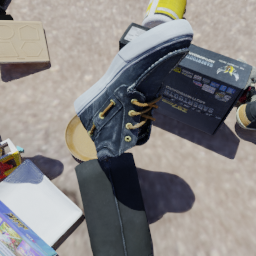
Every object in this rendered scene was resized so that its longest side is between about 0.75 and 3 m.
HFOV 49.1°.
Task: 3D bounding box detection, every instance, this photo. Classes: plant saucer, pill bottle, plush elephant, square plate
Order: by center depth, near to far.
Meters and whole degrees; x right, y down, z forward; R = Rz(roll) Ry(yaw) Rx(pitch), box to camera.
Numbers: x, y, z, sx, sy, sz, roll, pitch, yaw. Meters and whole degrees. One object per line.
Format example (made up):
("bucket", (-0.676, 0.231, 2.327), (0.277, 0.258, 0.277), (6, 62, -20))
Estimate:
("square plate", (-2.299, 1.952, 6.174), (1.900, 0.270, 1.882), (39, 71, 17))
("plant saucer", (-0.820, 0.190, 7.003), (1.484, 0.263, 1.484), (0, 65, 0))
("plush elephant", (2.966, -1.102, 7.161), (1.142, 1.074, 1.387), (31, 69, 13))
("pill bottle", (1.140, -3.525, 8.293), (1.081, 1.081, 1.930), (15, 67, 7))

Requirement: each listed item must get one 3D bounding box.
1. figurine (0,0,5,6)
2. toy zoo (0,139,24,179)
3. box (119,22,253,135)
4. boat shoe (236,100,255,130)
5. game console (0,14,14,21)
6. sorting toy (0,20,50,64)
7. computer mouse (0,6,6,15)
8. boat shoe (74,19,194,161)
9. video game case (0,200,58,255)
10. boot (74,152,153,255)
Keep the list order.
("figurine", (-4.492, -4.672, 9.168), (1.484, 0.639, 1.448), (17, 58, 9))
("toy zoo", (-3.149, 0.813, 6.782), (1.302, 0.133, 0.854), (-27, 68, -11))
("box", (1.122, -1.031, 6.537), (2.717, 2.142, 0.693), (25, 67, 11))
("boat shoe", (3.899, -0.358, 6.868), (2.435, 0.758, 0.908), (-1, 73, -12))
("game console", (-4.650, -2.726, 8.358), (2.466, 0.297, 1.455), (-4, 65, -2))
("sorting toy", (-3.166, -2.456, 8.056), (1.552, 0.306, 1.677), (-7, 63, -23))
("computer mouse", (-4.607, -3.797, 8.664), (1.516, 1.065, 0.349), (24, 84, -29))
("boat shoe", (0.151, -0.378, 4.247), (0.932, 2.633, 1.195), (-18, 80, -40))
("video game case", (-2.816, 2.591, 5.468), (2.187, 0.497, 1.982), (35, 86, 16))
("boot", (-0.732, 2.102, 5.669), (2.459, 0.979, 2.984), (-6, 69, -15))
